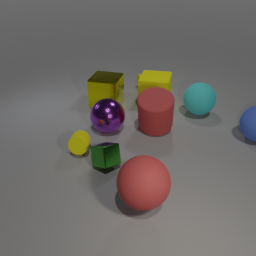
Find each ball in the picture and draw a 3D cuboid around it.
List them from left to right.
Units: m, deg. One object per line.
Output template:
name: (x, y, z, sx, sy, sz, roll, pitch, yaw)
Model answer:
ball: (-0.813, -0.484, 11.179, 1.400, 1.400, 1.400, 0, 31, 0)
ball: (0.404, 1.399, 7.211, 1.400, 1.400, 1.400, 0, 31, 0)
ball: (3.138, -1.278, 12.277, 1.400, 1.400, 1.400, 0, 31, 0)
ball: (4.958, -0.163, 10.579, 1.400, 1.400, 1.400, 0, 31, 0)

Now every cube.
cube: (-0.737, 0.887, 9.242, 0.700, 0.700, 0.700, -13, 9, -43)
cube: (-1.023, -1.791, 13.328, 1.400, 1.400, 1.400, 8, 32, 12)
cube: (1.291, -1.827, 13.340, 1.400, 1.400, 1.400, 7, 33, 13)

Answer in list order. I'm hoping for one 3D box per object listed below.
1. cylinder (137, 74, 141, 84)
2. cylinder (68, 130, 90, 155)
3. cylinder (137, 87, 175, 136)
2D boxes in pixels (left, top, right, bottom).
cylinder: (0.901, -2.552, 14.998, 0.700, 0.700, 0.700, -11, 33, -13)
cylinder: (-1.718, 0.508, 9.933, 0.700, 0.700, 0.700, 0, 16, -1)
cylinder: (1.087, -0.642, 11.000, 1.400, 1.400, 1.400, -2, 49, 3)
